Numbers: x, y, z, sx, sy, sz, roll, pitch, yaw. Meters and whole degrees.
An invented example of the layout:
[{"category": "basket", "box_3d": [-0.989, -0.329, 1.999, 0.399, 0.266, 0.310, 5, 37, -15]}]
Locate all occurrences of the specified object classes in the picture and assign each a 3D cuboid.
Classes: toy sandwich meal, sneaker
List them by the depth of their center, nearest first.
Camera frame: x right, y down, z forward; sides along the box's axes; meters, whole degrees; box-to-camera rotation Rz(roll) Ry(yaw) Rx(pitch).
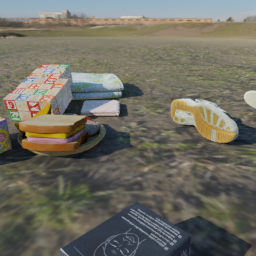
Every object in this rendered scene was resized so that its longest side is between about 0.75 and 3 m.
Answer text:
[{"category": "toy sandwich meal", "box_3d": [-1.763, -0.060, 7.306, 2.525, 0.865, 2.525, 0, 22, 0]}, {"category": "sneaker", "box_3d": [2.341, -0.390, 8.025, 1.119, 0.966, 2.553, -10, 25, -24]}, {"category": "sneaker", "box_3d": [5.091, -1.056, 10.075, 1.654, 0.635, 0.920, 15, 32, 24]}]

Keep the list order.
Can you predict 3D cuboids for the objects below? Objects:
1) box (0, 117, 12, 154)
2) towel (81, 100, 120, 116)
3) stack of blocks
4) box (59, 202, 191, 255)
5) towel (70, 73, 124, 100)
[{"category": "box", "box_3d": [-3.792, 0.244, 6.606, 1.319, 0.835, 1.369, 13, 26, 28]}, {"category": "towel", "box_3d": [-0.937, -0.698, 9.793, 1.312, 0.221, 1.374, -1, 22, -1]}, {"category": "stack of blocks", "box_3d": [-2.758, -1.277, 9.620, 1.558, 0.792, 2.705, 4, 36, 10]}, {"category": "box", "box_3d": [-0.003, 1.617, 3.367, 1.269, 0.680, 0.942, -19, 29, -40]}, {"category": "towel", "box_3d": [-1.764, -1.867, 12.058, 2.941, 0.708, 2.517, -4, 21, -10]}]
